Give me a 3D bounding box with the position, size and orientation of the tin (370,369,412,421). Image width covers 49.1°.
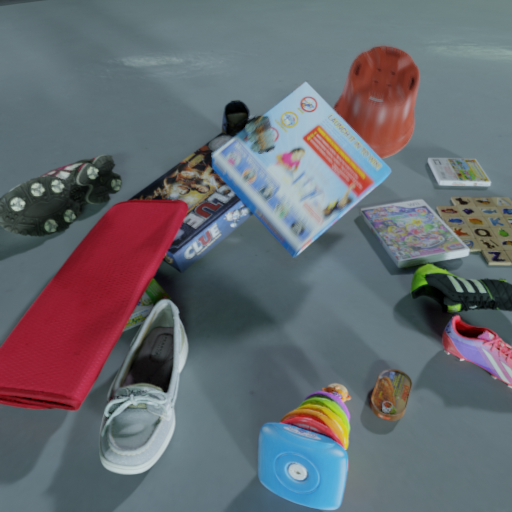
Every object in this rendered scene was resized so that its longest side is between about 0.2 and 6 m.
[{"bbox_3d":[2.009,2.059,8.314,0.516,0.193,0.921,11,36,22],"label":"tin"}]

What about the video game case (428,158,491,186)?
[{"bbox_3d":[5.207,-2.173,14.455,1.260,0.158,1.385,1,34,2],"label":"video game case"}]

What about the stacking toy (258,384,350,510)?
[{"bbox_3d":[0.876,2.260,7.501,1.128,1.067,1.944,12,24,21],"label":"stacking toy"}]

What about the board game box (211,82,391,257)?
[{"bbox_3d":[0.860,-1.713,11.033,2.471,0.705,2.524,-40,82,-12],"label":"board game box"}]

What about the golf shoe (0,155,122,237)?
[{"bbox_3d":[-4.523,-1.318,12.566,1.424,1.248,3.233,4,26,34],"label":"golf shoe"}]

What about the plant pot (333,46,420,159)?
[{"bbox_3d":[2.658,-3.394,12.198,1.941,1.887,1.941,-1,74,3],"label":"plant pot"}]

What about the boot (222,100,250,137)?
[{"bbox_3d":[-0.629,-2.822,14.010,1.140,1.479,3.052,-6,29,6],"label":"boot"}]

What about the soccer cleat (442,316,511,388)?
[{"bbox_3d":[3.741,1.510,8.676,1.729,0.661,0.577,24,41,31],"label":"soccer cleat"}]

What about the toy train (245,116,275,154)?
[{"bbox_3d":[0.087,-2.150,9.960,0.418,0.734,0.313,6,39,31],"label":"toy train"}]

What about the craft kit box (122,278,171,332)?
[{"bbox_3d":[-2.589,0.745,10.063,1.601,0.393,1.621,-24,41,-26],"label":"craft kit box"}]

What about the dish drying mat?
[{"bbox_3d":[-2.705,0.550,9.582,1.829,0.433,4.763,3,41,15],"label":"dish drying mat"}]

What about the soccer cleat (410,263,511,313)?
[{"bbox_3d":[3.754,0.726,9.922,2.023,0.683,0.820,14,51,25],"label":"soccer cleat"}]

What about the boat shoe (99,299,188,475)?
[{"bbox_3d":[-1.578,1.792,8.061,1.019,0.887,2.766,5,35,7],"label":"boat shoe"}]

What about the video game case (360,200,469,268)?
[{"bbox_3d":[3.314,-0.532,11.979,1.529,0.192,2.136,-10,35,-8],"label":"video game case"}]

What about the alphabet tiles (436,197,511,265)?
[{"bbox_3d":[5.314,-0.606,12.246,2.276,0.087,2.735,0,35,1],"label":"alphabet tiles"}]

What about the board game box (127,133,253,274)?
[{"bbox_3d":[-1.124,-1.279,12.012,2.250,0.575,3.321,30,60,36],"label":"board game box"}]
